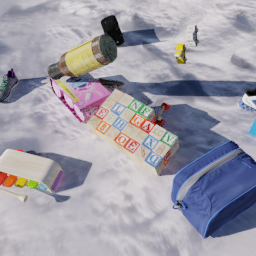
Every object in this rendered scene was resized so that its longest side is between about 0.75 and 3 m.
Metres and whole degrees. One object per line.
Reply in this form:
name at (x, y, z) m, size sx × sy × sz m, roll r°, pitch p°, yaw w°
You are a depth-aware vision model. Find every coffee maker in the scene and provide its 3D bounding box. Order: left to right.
coffee maker at (-0.758, -4.808, 13.435) m, size 0.960 × 1.368 × 1.425 m, roll -7°, pitch 48°, yaw -11°

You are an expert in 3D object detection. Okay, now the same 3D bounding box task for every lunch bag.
lunch bag at (2.230, 1.554, 7.384) m, size 2.436 × 1.655 × 1.612 m, roll -25°, pitch 51°, yaw -19°

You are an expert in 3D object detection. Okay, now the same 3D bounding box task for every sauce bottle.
sauce bottle at (-1.634, -2.233, 9.325) m, size 2.891 × 0.935 × 0.935 m, roll -8°, pitch 36°, yaw 42°

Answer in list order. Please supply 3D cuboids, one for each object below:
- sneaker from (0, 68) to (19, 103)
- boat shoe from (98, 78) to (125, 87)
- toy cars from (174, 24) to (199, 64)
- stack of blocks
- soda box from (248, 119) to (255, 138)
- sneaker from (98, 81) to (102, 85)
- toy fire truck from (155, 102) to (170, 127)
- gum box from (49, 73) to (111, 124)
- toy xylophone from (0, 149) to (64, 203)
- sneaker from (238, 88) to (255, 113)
sneaker at (-4.887, -1.691, 11.032) m, size 0.581 × 0.683 × 1.562 m, roll 6°, pitch 47°, yaw 6°
boat shoe at (-0.698, -1.792, 11.401) m, size 1.123 × 0.375 × 0.320 m, roll 12°, pitch 83°, yaw 12°
toy cars at (1.894, -2.720, 9.277) m, size 0.326 × 1.472 × 0.660 m, roll -26°, pitch 69°, yaw -35°
stack of blocks at (0.250, 0.080, 8.999) m, size 2.762 × 0.809 × 1.590 m, roll 32°, pitch 74°, yaw 25°
soda box at (5.247, 0.355, 9.108) m, size 2.322 × 0.745 × 0.788 m, roll 36°, pitch 56°, yaw 29°
sneaker at (-1.055, -1.530, 11.150) m, size 0.326 × 0.345 × 0.895 m, roll -40°, pitch 58°, yaw 13°
toy fire truck at (1.074, -0.293, 9.683) m, size 0.268 × 0.776 × 1.101 m, roll 25°, pitch 52°, yaw 22°
gum box at (-1.757, -1.294, 10.577) m, size 1.362 × 0.794 × 2.400 m, roll -29°, pitch 54°, yaw -25°
toy xylophone at (-3.137, 1.379, 8.291) m, size 2.204 × 0.554 × 1.614 m, roll 19°, pitch 50°, yaw 17°
sneaker at (4.961, -0.979, 10.192) m, size 1.658 × 0.957 × 0.670 m, roll 18°, pitch 51°, yaw 16°
